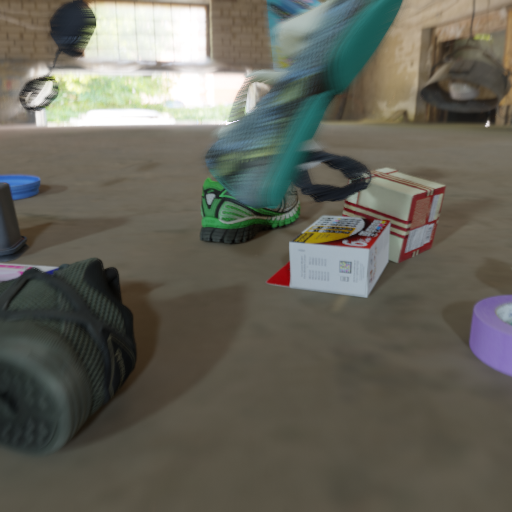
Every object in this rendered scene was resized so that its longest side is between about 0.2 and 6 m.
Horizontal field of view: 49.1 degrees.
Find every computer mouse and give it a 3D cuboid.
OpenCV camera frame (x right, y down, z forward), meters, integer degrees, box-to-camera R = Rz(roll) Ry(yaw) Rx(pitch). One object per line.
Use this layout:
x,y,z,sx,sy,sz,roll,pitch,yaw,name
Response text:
-3.777,-3.881,10.831,0.448,2.631,0.771,8,-20,34,computer mouse

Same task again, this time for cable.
0.961,-1.136,7.985,1.202,0.305,0.980,33,57,29,cable

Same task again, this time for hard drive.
0.715,-1.699,9.070,0.535,0.811,0.108,-28,50,24,hard drive

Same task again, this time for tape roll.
3.020,0.856,5.988,1.352,0.444,1.352,1,17,0,tape roll

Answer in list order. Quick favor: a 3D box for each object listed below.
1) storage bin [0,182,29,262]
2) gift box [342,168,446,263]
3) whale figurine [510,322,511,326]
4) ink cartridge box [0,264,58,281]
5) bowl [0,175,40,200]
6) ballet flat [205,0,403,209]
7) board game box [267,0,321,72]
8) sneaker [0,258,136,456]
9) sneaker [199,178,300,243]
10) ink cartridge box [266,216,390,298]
-4.946,-0.573,9.416,1.819,1.222,1.324,-2,17,-5,storage bin
2.338,-0.736,9.837,1.413,1.396,1.513,24,24,36,gift box
2.979,0.890,5.984,0.576,0.375,0.724,1,17,4,whale figurine
-2.880,0.468,6.822,1.483,0.702,0.275,3,17,9,ink cartridge box
-6.811,-1.789,14.860,2.072,0.407,2.072,0,17,0,bowl
0.442,-1.874,5.793,1.082,2.915,1.082,32,-12,7,ballet flat
0.779,-3.798,9.995,0.399,1.702,1.285,-36,59,-15,board game box
-2.526,0.664,5.366,3.251,1.243,1.862,10,17,21,sneaker
0.007,-1.182,11.256,1.210,1.321,3.101,9,18,27,sneaker
1.130,-0.068,8.550,1.538,0.735,1.752,6,18,21,ink cartridge box
